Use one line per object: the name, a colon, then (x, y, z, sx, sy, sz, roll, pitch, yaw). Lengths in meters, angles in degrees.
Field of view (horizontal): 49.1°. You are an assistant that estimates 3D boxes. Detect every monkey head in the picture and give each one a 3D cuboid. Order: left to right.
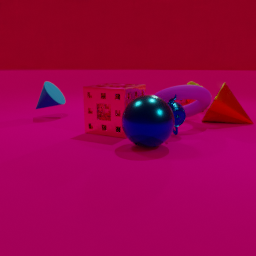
monkey head: (2.897, -1.312, 12.102, 1.295, 1.085, 1.801, 19, 14, -36)

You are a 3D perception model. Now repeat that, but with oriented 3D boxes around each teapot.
teapot: (1.218, -0.364, 7.442, 0.730, 1.174, 0.575, -14, 23, -16)

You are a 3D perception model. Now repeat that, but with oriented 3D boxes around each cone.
cone: (-3.002, -0.976, 10.163, 1.016, 1.012, 1.012, -36, 5, 15)
cone: (3.432, -0.497, 9.160, 1.467, 1.461, 1.461, 31, 21, 11)

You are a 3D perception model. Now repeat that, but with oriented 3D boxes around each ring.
ring: (1.598, -0.765, 8.897, 2.070, 0.414, 2.070, -5, -19, -2)

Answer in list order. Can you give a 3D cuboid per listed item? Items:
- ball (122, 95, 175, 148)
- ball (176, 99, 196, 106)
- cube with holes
ball: (0.460, -0.150, 6.463, 1.218, 1.218, 1.218, 0, 13, 0)
ball: (2.109, -1.106, 10.912, 1.084, 1.084, 1.084, 0, 13, 0)
cube with holes: (-0.352, -0.563, 8.035, 1.302, 1.302, 1.302, 7, 15, 27)
